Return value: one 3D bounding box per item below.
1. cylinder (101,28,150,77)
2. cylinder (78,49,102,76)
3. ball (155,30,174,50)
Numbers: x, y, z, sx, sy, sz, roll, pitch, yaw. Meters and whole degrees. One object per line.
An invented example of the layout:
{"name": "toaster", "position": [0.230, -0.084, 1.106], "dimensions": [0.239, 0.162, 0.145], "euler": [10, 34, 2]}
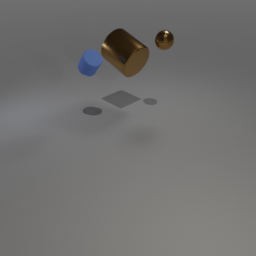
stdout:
{"name": "cylinder", "position": [-0.110, -2.967, 11.101], "dimensions": [1.400, 1.400, 1.400], "euler": [43, 47, 20]}
{"name": "cylinder", "position": [-1.350, -2.301, 9.940], "dimensions": [0.700, 0.700, 0.700], "euler": [11, 64, -24]}
{"name": "ball", "position": [1.331, -3.200, 10.209], "dimensions": [0.700, 0.700, 0.700], "euler": [0, 30, 0]}
